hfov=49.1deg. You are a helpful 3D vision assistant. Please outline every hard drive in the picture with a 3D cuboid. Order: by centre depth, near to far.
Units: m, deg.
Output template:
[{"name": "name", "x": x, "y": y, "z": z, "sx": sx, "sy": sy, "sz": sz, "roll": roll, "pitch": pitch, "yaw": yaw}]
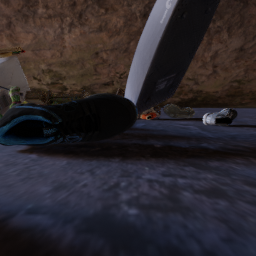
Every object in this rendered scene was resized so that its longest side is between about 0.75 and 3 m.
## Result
[{"name": "hard drive", "x": 0.729, "y": -1.372, "z": 5.136, "sx": 0.491, "sy": 2.318, "sz": 1.563, "roll": 42, "pitch": 46, "yaw": 21}]

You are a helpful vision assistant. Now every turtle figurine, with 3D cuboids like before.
[{"name": "turtle figurine", "x": -2.510, "y": -0.392, "z": 6.487, "sx": 1.598, "sy": 1.150, "sz": 1.549, "roll": 10, "pitch": 6, "yaw": 43}]

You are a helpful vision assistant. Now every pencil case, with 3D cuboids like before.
[{"name": "pencil case", "x": 0.914, "y": -0.705, "z": 13.430, "sx": 1.375, "sy": 0.615, "sz": 0.535, "roll": -3, "pitch": 45, "yaw": -26}]

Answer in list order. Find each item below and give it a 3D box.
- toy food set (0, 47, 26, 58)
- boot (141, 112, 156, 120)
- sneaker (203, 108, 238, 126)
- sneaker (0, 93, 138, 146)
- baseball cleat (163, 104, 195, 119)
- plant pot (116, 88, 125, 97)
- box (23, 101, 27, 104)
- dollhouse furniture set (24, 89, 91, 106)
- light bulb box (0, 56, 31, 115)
[{"name": "toy food set", "x": -3.799, "y": -2.409, "z": 8.877, "sx": 0.982, "sy": 0.241, "sz": 0.992, "roll": -23, "pitch": 27, "yaw": -38}, {"name": "boot", "x": 1.054, "y": -0.528, "z": 12.951, "sx": 0.859, "sy": 0.322, "sz": 0.461, "roll": -11, "pitch": 16, "yaw": -34}, {"name": "sneaker", "x": 3.305, "y": -0.296, "z": 9.367, "sx": 1.434, "sy": 0.538, "sz": 0.828, "roll": -13, "pitch": 15, "yaw": -22}, {"name": "sneaker", "x": -1.005, "y": -0.028, "z": 4.855, "sx": 2.428, "sy": 0.889, "sz": 0.995, "roll": -8, "pitch": 17, "yaw": -3}, {"name": "baseball cleat", "x": 2.371, "y": -0.760, "z": 14.020, "sx": 2.033, "sy": 0.709, "sz": 1.082, "roll": 8, "pitch": -6, "yaw": -33}, {"name": "plant pot", "x": -0.061, "y": -1.103, "z": 14.071, "sx": 1.324, "sy": 1.519, "sz": 1.519, "roll": 17, "pitch": 4, "yaw": -3}, {"name": "box", "x": -4.104, "y": -0.819, "z": 11.496, "sx": 0.751, "sy": 1.128, "sz": 2.998, "roll": 0, "pitch": 6, "yaw": 6}, {"name": "dollhouse furniture set", "x": -1.791, "y": -0.259, "z": 8.111, "sx": 1.877, "sy": 1.043, "sz": 1.660, "roll": 1, "pitch": -19, "yaw": 21}, {"name": "light bulb box", "x": -4.687, "y": -1.142, "z": 8.564, "sx": 2.273, "sy": 1.419, "sz": 2.253, "roll": 4, "pitch": 34, "yaw": 28}]
